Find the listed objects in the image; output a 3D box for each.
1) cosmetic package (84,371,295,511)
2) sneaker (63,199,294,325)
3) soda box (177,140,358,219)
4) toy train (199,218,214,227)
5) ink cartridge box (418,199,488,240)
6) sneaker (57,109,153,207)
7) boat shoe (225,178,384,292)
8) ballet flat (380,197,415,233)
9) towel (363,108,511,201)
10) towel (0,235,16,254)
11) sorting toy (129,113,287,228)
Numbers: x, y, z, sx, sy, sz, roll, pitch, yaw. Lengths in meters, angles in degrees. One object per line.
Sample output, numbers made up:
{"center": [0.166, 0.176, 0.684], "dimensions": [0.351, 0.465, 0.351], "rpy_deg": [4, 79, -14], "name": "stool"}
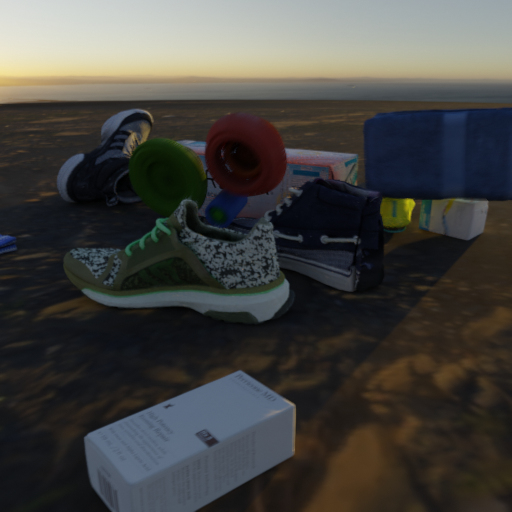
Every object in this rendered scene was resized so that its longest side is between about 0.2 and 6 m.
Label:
{"center": [-0.432, 1.357, 4.019], "dimensions": [1.359, 0.503, 0.691], "rpy_deg": [-17, 25, -38], "name": "cosmetic package"}
{"center": [-0.991, -0.087, 6.903], "dimensions": [3.006, 1.332, 1.156], "rpy_deg": [5, 20, 14], "name": "sneaker"}
{"center": [-0.143, -1.421, 10.862], "dimensions": [4.062, 1.291, 1.389], "rpy_deg": [11, 22, 28], "name": "soda box"}
{"center": [-0.795, -0.237, 8.542], "dimensions": [0.407, 0.547, 2.387], "rpy_deg": [23, 4, -31], "name": "toy train"}
{"center": [3.463, -0.752, 9.824], "dimensions": [0.932, 0.674, 0.686], "rpy_deg": [19, 28, 39], "name": "ink cartridge box"}
{"center": [-2.783, -2.076, 12.271], "dimensions": [1.711, 1.135, 3.006], "rpy_deg": [18, 52, 22], "name": "sneaker"}
{"center": [0.602, -0.527, 8.129], "dimensions": [2.901, 1.345, 1.083], "rpy_deg": [17, 24, 38], "name": "boat shoe"}
{"center": [2.644, -1.096, 10.692], "dimensions": [0.757, 0.760, 2.266], "rpy_deg": [-2, 18, 14], "name": "ballet flat"}
{"center": [3.102, -1.636, 9.135], "dimensions": [2.621, 1.463, 0.636], "rpy_deg": [3, 16, 20], "name": "towel"}
{"center": [-5.302, -0.249, 8.987], "dimensions": [2.529, 0.302, 1.831], "rpy_deg": [15, 25, 36], "name": "towel"}
{"center": [-0.586, -1.355, 8.555], "dimensions": [2.607, 1.567, 1.070], "rpy_deg": [-7, 30, 31], "name": "sorting toy"}
